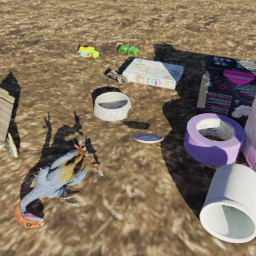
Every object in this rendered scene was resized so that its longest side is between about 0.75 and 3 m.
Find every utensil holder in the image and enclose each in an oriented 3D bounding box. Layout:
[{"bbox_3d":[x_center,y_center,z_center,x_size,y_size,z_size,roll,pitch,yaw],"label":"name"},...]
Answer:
[{"bbox_3d":[2.364,1.643,6.365,1.170,1.170,1.377,15,38,19],"label":"utensil holder"}]

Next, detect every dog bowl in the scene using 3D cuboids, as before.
[{"bbox_3d":[-0.559,-0.830,10.176,1.414,0.415,1.414,1,38,-1],"label":"dog bowl"}]

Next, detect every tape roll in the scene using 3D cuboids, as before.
[{"bbox_3d":[2.572,0.313,8.440,1.668,0.709,1.668,0,38,0],"label":"tape roll"}]

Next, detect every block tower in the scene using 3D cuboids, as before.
[{"bbox_3d":[-4.246,-0.180,8.736,0.806,0.863,2.984,31,26,-31],"label":"block tower"}]

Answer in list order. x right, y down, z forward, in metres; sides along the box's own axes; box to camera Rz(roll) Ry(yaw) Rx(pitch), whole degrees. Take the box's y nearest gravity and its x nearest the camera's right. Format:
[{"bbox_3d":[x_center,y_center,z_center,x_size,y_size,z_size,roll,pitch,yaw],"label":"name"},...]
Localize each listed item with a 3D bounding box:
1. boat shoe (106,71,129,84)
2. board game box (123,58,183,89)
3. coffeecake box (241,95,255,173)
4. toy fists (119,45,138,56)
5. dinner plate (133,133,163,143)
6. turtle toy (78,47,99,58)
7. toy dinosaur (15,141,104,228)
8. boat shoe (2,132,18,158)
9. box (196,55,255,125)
[{"bbox_3d":[-0.451,-2.085,11.855,0.355,0.416,1.244,-38,45,-22],"label":"boat shoe"},{"bbox_3d":[1.123,-2.412,12.243,2.283,0.391,1.535,14,40,17],"label":"board game box"},{"bbox_3d":[3.952,0.054,6.955,1.064,2.913,2.236,-1,37,-1],"label":"coffeecake box"},{"bbox_3d":[0.036,-4.027,14.387,1.017,0.350,0.518,16,40,22],"label":"toy fists"},{"bbox_3d":[0.591,0.311,8.366,0.920,0.112,0.920,3,14,-1],"label":"dinner plate"},{"bbox_3d":[-1.951,-3.737,13.852,1.020,0.516,0.744,0,14,-4],"label":"turtle toy"},{"bbox_3d":[-1.785,1.471,7.130,2.252,1.303,2.481,-35,4,-15],"label":"toy dinosaur"},{"bbox_3d":[-3.627,0.514,8.447,0.357,0.388,1.086,-18,45,-29],"label":"boat shoe"},{"bbox_3d":[4.019,-1.256,9.707,2.899,1.663,1.916,13,38,15],"label":"box"}]
